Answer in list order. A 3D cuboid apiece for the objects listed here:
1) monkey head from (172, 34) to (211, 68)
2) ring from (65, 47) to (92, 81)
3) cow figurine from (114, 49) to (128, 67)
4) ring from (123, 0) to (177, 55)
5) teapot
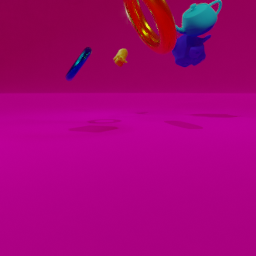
[{"bbox_3d":[2.280,-2.981,10.293,1.957,1.179,1.408,-11,-9,-5],"label":"monkey head"},{"bbox_3d":[-1.500,-1.946,8.514,0.245,1.226,1.226,36,-2,-15],"label":"ring"},{"bbox_3d":[-0.252,-2.909,11.491,0.491,0.894,0.880,33,-15,-19],"label":"cow figurine"},{"bbox_3d":[0.521,-2.829,7.132,0.419,2.093,2.093,-34,13,-6],"label":"ring"},{"bbox_3d":[2.302,-3.705,9.501,1.915,0.937,1.190,-28,33,10],"label":"teapot"}]
